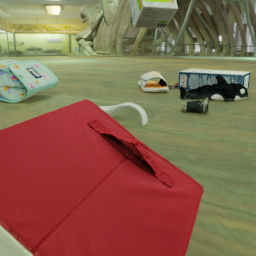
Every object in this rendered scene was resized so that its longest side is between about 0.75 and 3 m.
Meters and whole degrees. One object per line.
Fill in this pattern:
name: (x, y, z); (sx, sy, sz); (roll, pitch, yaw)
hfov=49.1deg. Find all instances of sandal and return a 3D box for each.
sandal: (1.023, -2.230, 13.023); (1.094, 0.819, 2.857); (-4, 17, -12)

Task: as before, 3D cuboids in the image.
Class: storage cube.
storage cube: (-0.421, 0.758, 1.907); (1.234, 1.444, 1.298); (37, 26, 8)

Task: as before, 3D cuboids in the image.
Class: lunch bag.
lunch bag: (-4.173, -1.837, 10.724); (2.401, 1.464, 2.045); (12, 21, 15)

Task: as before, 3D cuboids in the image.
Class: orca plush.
orca plush: (3.335, -1.611, 10.828); (2.597, 0.923, 1.366); (4, 18, 14)

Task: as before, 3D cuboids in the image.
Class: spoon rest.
spoon rest: (-0.353, -0.450, 7.718); (1.817, 0.551, 0.903); (7, 19, 20)

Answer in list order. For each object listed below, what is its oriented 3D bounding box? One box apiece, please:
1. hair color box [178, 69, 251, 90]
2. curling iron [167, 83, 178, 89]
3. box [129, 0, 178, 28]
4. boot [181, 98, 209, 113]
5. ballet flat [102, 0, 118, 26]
hair color box: (3.853, -2.138, 12.648); (2.830, 0.856, 1.415); (12, 21, 33)
curling iron: (2.300, -2.093, 13.618); (0.414, 0.214, 1.671); (11, 20, 34)
box: (0.443, -2.796, 5.699); (0.745, 1.324, 0.671); (-4, -14, -16)
boot: (2.152, -0.743, 8.946); (0.813, 0.388, 1.076); (3, 17, 17)
ballet flat: (-0.693, -4.799, 10.326); (0.671, 1.932, 0.671); (-9, 26, 5)
